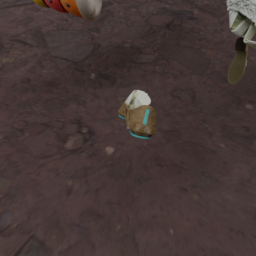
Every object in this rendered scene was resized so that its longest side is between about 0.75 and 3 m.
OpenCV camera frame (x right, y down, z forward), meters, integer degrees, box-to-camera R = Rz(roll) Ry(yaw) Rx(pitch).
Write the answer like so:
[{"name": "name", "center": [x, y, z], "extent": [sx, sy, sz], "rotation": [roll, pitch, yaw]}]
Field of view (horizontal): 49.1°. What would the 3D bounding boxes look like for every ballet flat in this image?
[{"name": "ballet flat", "center": [2.631, -2.235, 5.830], "extent": [0.997, 0.997, 2.779], "rotation": [-7, 37, -6]}, {"name": "ballet flat", "center": [0.181, -0.336, 5.031], "extent": [0.604, 0.644, 1.780], "rotation": [11, 12, -7]}]

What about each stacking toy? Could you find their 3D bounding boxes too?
[{"name": "stacking toy", "center": [-2.036, -3.734, 7.409], "extent": [2.501, 1.828, 1.828], "rotation": [1, 48, 13]}]

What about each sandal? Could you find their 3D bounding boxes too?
[{"name": "sandal", "center": [3.108, -1.834, 7.626], "extent": [0.427, 1.298, 0.476], "rotation": [-20, 36, -31]}]
